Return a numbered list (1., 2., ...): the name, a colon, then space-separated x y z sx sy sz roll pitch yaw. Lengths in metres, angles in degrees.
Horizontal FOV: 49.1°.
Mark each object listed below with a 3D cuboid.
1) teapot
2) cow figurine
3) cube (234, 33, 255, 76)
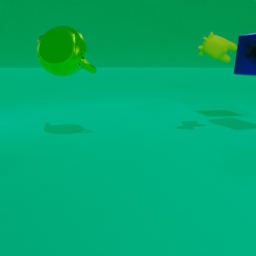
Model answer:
1. teapot: -1.518 -1.742 6.514 1.865 1.160 0.913 30 -3 15
2. cow figurine: 2.077 -1.978 6.769 1.060 0.591 1.077 14 30 -21
3. cube: 3.498 -1.832 7.152 1.015 1.015 1.015 -1 12 -23
